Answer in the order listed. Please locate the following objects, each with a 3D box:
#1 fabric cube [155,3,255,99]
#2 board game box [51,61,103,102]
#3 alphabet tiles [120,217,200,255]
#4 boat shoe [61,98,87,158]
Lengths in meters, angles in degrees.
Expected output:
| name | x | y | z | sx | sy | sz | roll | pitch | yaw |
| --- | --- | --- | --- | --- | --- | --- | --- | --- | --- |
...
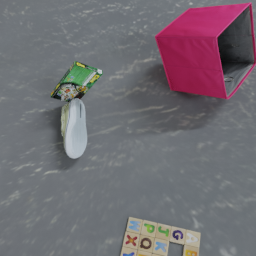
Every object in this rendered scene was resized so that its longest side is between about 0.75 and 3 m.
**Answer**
| name | x | y | z | sx | sy | sz | roll | pitch | yaw |
| --- | --- | --- | --- | --- | --- | --- | --- | --- | --- |
| fabric cube | 2.390 | -2.311 | 8.427 | 2.023 | 2.030 | 1.991 | 17 | 53 | 43 |
| board game box | -1.511 | -1.256 | 8.081 | 0.865 | 1.650 | 0.194 | 16 | 55 | -33 |
| alphabet tiles | 0.647 | 3.183 | 6.212 | 1.752 | 0.079 | 2.096 | 11 | 56 | 7 |
| boat shoe | -1.600 | 0.039 | 8.065 | 0.612 | 0.711 | 1.974 | -23 | 49 | 24 |
